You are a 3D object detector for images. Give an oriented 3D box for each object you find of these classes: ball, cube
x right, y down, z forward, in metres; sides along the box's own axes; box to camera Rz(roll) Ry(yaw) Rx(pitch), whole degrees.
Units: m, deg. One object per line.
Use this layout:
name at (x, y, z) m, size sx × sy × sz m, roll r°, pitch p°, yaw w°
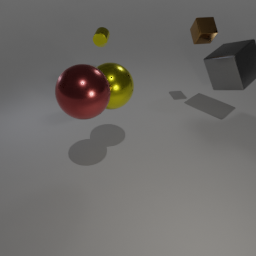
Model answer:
ball at (-1.136, -0.913, 7.123) m, size 1.400 × 1.400 × 1.400 m, roll 0°, pitch 33°, yaw 0°
ball at (-0.520, -1.257, 8.439) m, size 1.400 × 1.400 × 1.400 m, roll 0°, pitch 33°, yaw 0°
cube at (4.043, -2.390, 10.781) m, size 1.400 × 1.400 × 1.400 m, roll -38°, pitch 26°, yaw -25°
cube at (2.832, -3.645, 10.507) m, size 0.700 × 0.700 × 0.700 m, roll -6°, pitch 74°, yaw -10°

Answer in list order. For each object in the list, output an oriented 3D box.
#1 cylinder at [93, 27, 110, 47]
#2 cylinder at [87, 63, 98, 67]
cylinder at (-1.277, -4.368, 13.452) m, size 0.700 × 0.700 × 0.700 m, roll 5°, pitch 45°, yaw 7°
cylinder at (-1.416, -2.255, 11.556) m, size 0.700 × 0.700 × 0.700 m, roll 7°, pitch 23°, yaw -40°
